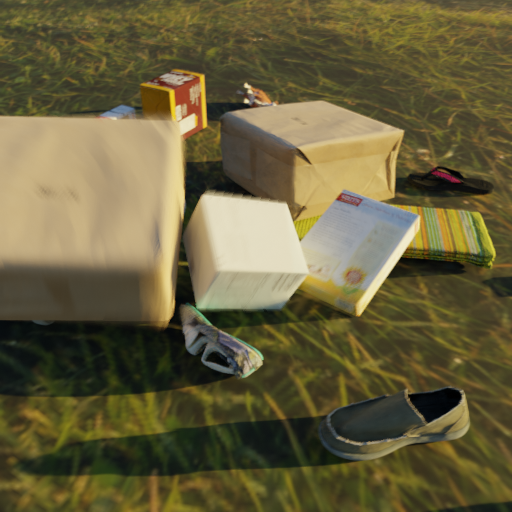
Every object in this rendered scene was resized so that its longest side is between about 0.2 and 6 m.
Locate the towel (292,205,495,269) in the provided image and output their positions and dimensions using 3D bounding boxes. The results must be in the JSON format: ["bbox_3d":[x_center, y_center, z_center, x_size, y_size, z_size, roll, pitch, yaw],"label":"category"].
[{"bbox_3d":[2.233,-0.513,10.790,4.237,0.383,1.823,5,30,9],"label":"towel"}]

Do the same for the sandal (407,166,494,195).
[{"bbox_3d":[4.303,-1.730,12.380,1.856,0.418,0.697,8,36,11],"label":"sandal"}]

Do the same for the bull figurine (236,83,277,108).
[{"bbox_3d":[0.049,-4.432,15.984,0.963,0.517,1.587,23,18,-27],"label":"bull figurine"}]

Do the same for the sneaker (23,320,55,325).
[{"bbox_3d":[-3.586,-0.163,9.391,1.455,1.024,2.739,12,44,7],"label":"sneaker"}]

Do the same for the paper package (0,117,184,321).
[{"bbox_3d":[-2.651,-0.590,8.202,3.019,1.562,2.878,1,54,-3],"label":"paper package"}]

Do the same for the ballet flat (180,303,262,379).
[{"bbox_3d":[-0.679,1.251,8.102,1.697,0.610,0.610,29,44,36],"label":"ballet flat"}]

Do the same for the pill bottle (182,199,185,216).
[{"bbox_3d":[-1.936,-1.044,11.341,0.916,0.509,0.509,16,38,21],"label":"pill bottle"}]

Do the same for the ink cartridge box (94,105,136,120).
[{"bbox_3d":[-3.530,-3.214,14.129,0.458,0.810,1.104,18,40,25],"label":"ink cartridge box"}]

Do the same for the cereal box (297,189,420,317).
[{"bbox_3d":[1.616,-0.131,9.584,1.538,0.422,2.137,26,60,30],"label":"cereal box"}]

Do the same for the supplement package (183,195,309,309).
[{"bbox_3d":[-0.210,-0.024,8.764,1.474,1.084,1.409,3,53,-26],"label":"supplement package"}]

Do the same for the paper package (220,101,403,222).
[{"bbox_3d":[1.092,-2.151,11.764,2.764,1.500,2.900,-15,32,-25],"label":"paper package"}]

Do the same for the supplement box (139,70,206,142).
[{"bbox_3d":[-2.116,-3.878,14.537,0.959,1.425,1.445,19,40,24],"label":"supplement box"}]

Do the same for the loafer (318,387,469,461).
[{"bbox_3d":[1.724,1.960,6.955,1.963,0.684,0.738,-8,36,-12],"label":"loafer"}]
